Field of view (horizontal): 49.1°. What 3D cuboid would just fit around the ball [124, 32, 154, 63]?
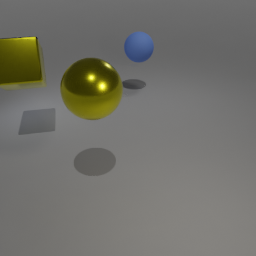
[{"bbox_3d":[0.516,-3.812,13.229,1.400,1.400,1.400,0,30,0],"label":"ball"}]

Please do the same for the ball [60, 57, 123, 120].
[{"bbox_3d":[-0.814,-0.873,6.329,1.400,1.400,1.400,0,30,0],"label":"ball"}]

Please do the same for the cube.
[{"bbox_3d":[-3.504,-2.046,9.124,1.400,1.400,1.400,-7,2,-11],"label":"cube"}]
